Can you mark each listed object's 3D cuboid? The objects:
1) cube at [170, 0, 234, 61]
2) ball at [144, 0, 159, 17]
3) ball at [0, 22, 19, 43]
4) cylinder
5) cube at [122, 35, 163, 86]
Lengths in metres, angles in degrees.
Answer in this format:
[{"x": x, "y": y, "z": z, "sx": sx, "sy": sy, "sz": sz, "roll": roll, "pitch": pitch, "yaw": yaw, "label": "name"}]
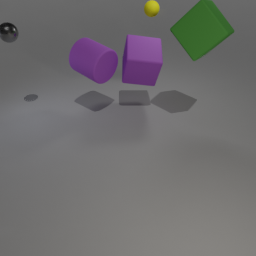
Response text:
[{"x": 2.577, "y": -3.369, "z": 9.657, "sx": 1.400, "sy": 1.400, "sz": 1.400, "roll": 53, "pitch": 35, "yaw": 0, "label": "cube"}, {"x": 1.070, "y": -5.389, "z": 12.665, "sx": 0.700, "sy": 0.700, "sz": 0.700, "roll": 0, "pitch": 33, "yaw": 0, "label": "ball"}, {"x": -4.322, "y": -3.443, "z": 10.108, "sx": 0.700, "sy": 0.700, "sz": 0.700, "roll": 0, "pitch": 33, "yaw": 0, "label": "ball"}, {"x": -1.350, "y": -2.649, "z": 11.021, "sx": 1.400, "sy": 1.400, "sz": 1.400, "roll": 32, "pitch": 44, "yaw": 26, "label": "cylinder"}, {"x": 0.541, "y": -2.730, "z": 11.415, "sx": 1.400, "sy": 1.400, "sz": 1.400, "roll": 5, "pitch": 59, "yaw": -7, "label": "cube"}]
